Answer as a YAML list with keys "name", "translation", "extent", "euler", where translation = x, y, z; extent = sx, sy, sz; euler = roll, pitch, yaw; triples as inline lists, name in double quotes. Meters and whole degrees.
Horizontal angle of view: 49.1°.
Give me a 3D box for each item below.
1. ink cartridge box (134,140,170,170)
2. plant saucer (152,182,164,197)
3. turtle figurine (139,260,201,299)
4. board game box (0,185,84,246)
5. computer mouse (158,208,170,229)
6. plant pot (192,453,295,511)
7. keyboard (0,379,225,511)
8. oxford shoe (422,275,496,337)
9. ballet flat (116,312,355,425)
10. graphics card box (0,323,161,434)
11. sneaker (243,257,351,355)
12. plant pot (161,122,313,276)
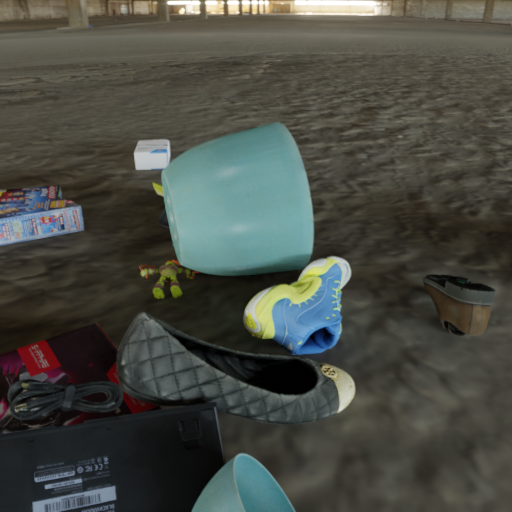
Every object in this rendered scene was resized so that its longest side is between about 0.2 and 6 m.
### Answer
- name: "ink cartridge box"
  translation: [-2.718, -2.670, 14.752]
  extent: [0.831, 0.484, 1.149]
  euler: [-2, 27, -4]
- name: "plant saucer"
  translation: [-1.688, -1.291, 11.977]
  extent: [0.887, 0.213, 0.888]
  euler: [22, 8, 14]
- name: "turtle figurine"
  translation: [-1.358, 0.320, 9.045]
  extent: [1.081, 0.348, 0.872]
  euler: [6, 32, -9]
- name: "board game box"
  translation: [-4.359, -0.836, 11.098]
  extent: [1.797, 0.555, 1.798]
  euler: [-5, 27, -13]
- name: "computer mouse"
  translation: [-1.145, -0.925, 11.385]
  extent: [1.701, 0.448, 1.178]
  euler: [-6, 29, -12]
- name: "plant pot"
  translation: [-0.151, 2.321, 4.560]
  extent: [0.760, 1.128, 1.128]
  euler: [-35, 29, 6]
- name: "keyboard"
  translation: [-1.614, 1.874, 4.906]
  extent: [2.786, 0.357, 1.673]
  euler: [-2, 67, -24]
- name: "oxford shoe"
  translation: [2.773, 0.695, 8.005]
  extent: [0.697, 0.810, 1.918]
  euler: [4, 7, 5]
- name: "ballet flat"
  translation: [-0.065, 1.256, 6.081]
  extent: [2.877, 0.817, 0.956]
  euler: [13, 15, -26]
- name: "graphics card box"
  translation: [-2.633, 1.814, 5.715]
  extent: [2.944, 0.749, 1.847]
  euler: [-18, 33, -29]
- name: "sneaker"
  translation: [0.878, 0.787, 7.902]
  extent: [2.198, 0.832, 1.154]
  euler: [-26, 54, -40]
- name: "plant pot"
  translation: [-0.430, -0.781, 9.078]
  extent: [1.973, 2.458, 2.458]
  euler: [-12, 29, -11]
